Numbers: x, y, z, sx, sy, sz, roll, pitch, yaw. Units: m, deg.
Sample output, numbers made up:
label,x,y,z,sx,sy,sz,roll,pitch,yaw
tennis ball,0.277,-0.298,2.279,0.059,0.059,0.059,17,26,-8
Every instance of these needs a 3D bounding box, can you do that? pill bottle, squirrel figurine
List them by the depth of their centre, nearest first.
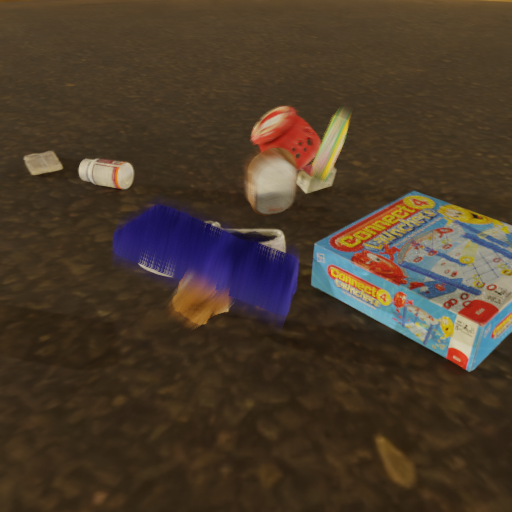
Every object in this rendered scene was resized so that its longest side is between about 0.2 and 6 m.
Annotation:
label,x,y,z,sx,sy,sz,roll,pitch,yaw
squirrel figurine,-0.839,0.711,8.791,0.608,0.802,0.859,-19,35,51
pill bottle,-3.533,-1.952,13.192,1.138,0.623,0.623,10,33,15

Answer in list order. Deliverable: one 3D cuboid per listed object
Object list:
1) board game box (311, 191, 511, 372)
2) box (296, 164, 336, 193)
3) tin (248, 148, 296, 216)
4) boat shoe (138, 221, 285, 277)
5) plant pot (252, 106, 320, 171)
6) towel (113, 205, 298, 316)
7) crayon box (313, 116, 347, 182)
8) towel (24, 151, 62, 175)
label,x,y,z,sx,sy,sz,roll,pitch,yaw
board game box,3.076,0.175,9.491,3.089,0.863,3.024,-27,41,-37
box,1.396,-1.852,13.074,0.778,0.497,0.424,-20,52,-29
tin,0.317,-1.450,11.340,0.952,1.699,0.356,-12,55,-7
boat shoe,-0.816,-0.166,10.028,2.717,0.893,0.978,6,32,9
plant pot,0.640,-2.668,12.714,1.269,1.155,1.269,-29,32,21
towel,-0.616,-0.035,8.176,2.572,0.637,1.899,19,12,-1
crayon box,1.398,-2.010,10.586,0.293,1.006,0.868,23,-5,9
towel,-5.462,-2.393,14.320,0.770,0.200,1.162,-17,36,-25
